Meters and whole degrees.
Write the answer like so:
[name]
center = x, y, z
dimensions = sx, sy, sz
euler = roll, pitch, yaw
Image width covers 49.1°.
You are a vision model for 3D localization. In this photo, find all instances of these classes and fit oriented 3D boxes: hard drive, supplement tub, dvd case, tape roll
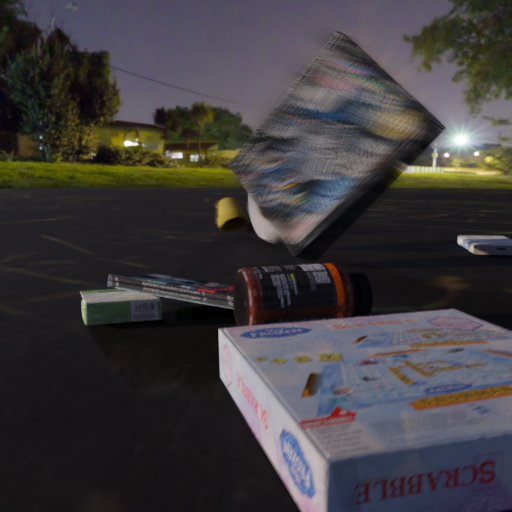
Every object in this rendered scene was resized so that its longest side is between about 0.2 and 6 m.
[hard drive]
center = 4.237, -0.196, 10.114
dimensions = 0.902, 0.180, 1.367
euler = 1, 9, 9
[supplement tub]
center = 0.414, 0.382, 4.888
dimensions = 1.158, 0.619, 0.619
euler = -2, 9, -15
[dvd case]
center = -0.644, 0.349, 5.746
dimensions = 1.401, 0.154, 1.022
euler = 9, 1, 17
[tape roll]
center = 0.383, -1.097, 9.847
dimensions = 0.538, 1.630, 1.630
euler = -1, 8, -22

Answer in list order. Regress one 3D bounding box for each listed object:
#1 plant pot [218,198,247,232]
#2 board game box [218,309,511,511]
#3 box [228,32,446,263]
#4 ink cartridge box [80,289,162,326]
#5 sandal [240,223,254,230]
[plant pot]
center = -0.571, -0.935, 12.372
dimensions = 0.633, 0.595, 0.633
euler = -14, -24, -6
[board game box]
center = 0.878, 0.750, 3.175
dimensions = 1.860, 0.383, 1.856
euler = -2, 9, -15
[box]
center = 1.021, -1.571, 8.193
dimensions = 0.613, 2.665, 2.118
euler = 13, 35, -51
[ink cartridge box]
center = -1.359, 0.482, 5.516
dimensions = 0.695, 0.229, 0.956
euler = -3, 3, -20
[sandal]
center = 0.462, -0.830, 13.543
dimensions = 1.750, 0.394, 0.657
euler = 0, 9, -1
